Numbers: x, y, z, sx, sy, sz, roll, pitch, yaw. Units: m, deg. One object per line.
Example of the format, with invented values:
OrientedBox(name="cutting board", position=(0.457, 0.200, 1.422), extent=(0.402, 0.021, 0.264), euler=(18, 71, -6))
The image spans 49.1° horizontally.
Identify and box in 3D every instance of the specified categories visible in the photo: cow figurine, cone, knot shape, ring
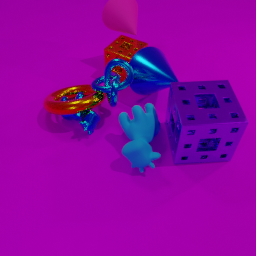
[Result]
OrientedBox(name="cow figurine", position=(-1.306, -0.343, 7.411), extent=(1.174, 0.645, 1.155), euler=(-9, 64, 21))
OrientedBox(name="cone", position=(-0.004, -3.109, 8.337), extent=(1.204, 1.204, 1.209), euler=(-18, 57, -15))
OrientedBox(name="cone", position=(0.927, -1.364, 7.511), extent=(1.413, 1.413, 1.418), euler=(-25, 33, -21))
OrientedBox(name="knot shape", position=(-0.396, -1.079, 7.140), extent=(1.212, 0.560, 1.134), euler=(-23, 61, 35))
OrientedBox(name="ring", position=(-1.439, -0.805, 7.624), extent=(1.729, 0.346, 1.729), euler=(-7, 25, 3))
OrientedBox(name="cow figurine", position=(0.378, 0.214, 6.784), extent=(1.533, 0.842, 1.509), euler=(-17, 82, -56))

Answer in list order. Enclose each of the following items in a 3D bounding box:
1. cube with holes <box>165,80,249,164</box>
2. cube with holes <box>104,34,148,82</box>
OrientedBox(name="cube with holes", position=(1.747, -0.137, 6.708), extent=(1.399, 1.399, 1.399), euler=(-3, 49, -3))
OrientedBox(name="cube with holes", position=(-0.053, -2.137, 8.762), extent=(0.976, 0.976, 0.976), euler=(25, 53, 20))
